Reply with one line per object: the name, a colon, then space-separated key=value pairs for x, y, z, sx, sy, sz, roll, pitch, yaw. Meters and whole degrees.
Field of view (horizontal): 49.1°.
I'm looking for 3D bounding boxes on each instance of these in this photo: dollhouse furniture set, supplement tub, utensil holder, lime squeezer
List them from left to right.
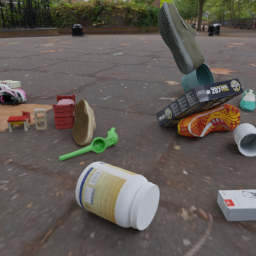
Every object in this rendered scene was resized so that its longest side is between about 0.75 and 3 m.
dollhouse furniture set: x=-3.132 y=-0.583 z=10.396 sx=2.362 sy=0.961 sz=1.271 roll=-4 pitch=23 yaw=-8
lime squeezer: x=-0.908 y=0.399 z=8.730 sx=0.925 sy=0.494 sz=2.619 roll=14 pitch=28 yaw=30
supplement tub: x=-0.206 y=1.360 z=5.696 sx=1.463 sy=1.056 sz=1.056 roll=15 pitch=27 yaw=31
utensil holder: x=3.652 y=0.335 z=8.529 sx=0.762 sy=0.762 sz=0.896 roll=3 pitch=21 yaw=7

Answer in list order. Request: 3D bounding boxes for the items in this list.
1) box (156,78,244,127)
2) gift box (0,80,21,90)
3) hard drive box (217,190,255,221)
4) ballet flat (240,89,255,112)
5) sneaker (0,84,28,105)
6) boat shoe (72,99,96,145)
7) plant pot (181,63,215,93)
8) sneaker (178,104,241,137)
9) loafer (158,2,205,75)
box: x=2.407 y=-0.820 z=9.764 sx=1.984 sy=0.604 sz=2.461 roll=-16 pitch=-11 yaw=-27
gift box: x=-5.906 y=-1.907 z=13.790 sx=0.900 sy=0.831 sz=0.841 roll=4 pitch=14 yaw=20
hard drive box: x=2.433 y=1.642 z=5.974 sx=0.841 sy=0.323 sz=0.655 roll=-2 pitch=22 yaw=-3
ballet flat: x=5.388 y=-1.331 z=12.539 sx=0.643 sy=0.673 sz=1.911 roll=10 pitch=25 yaw=19
sneaker: x=-5.667 y=-1.491 z=12.825 sx=1.969 sy=0.791 sz=0.850 roll=7 pitch=28 yaw=22
boat shoe: x=-1.392 y=-0.152 z=9.559 sx=0.756 sy=0.685 sz=2.122 roll=-33 pitch=39 yaw=20
plant pot: x=3.368 y=-2.256 z=13.853 sx=1.117 sy=1.667 sz=1.667 roll=-17 pitch=5 yaw=46
sneaker: x=2.891 y=-0.303 z=9.824 sx=2.671 sy=0.975 sz=1.030 roll=-8 pitch=6 yaw=-29
loafer: x=1.853 y=-3.147 z=9.721 sx=0.931 sy=2.674 sz=1.005 roll=-19 pitch=-7 yaw=-14
